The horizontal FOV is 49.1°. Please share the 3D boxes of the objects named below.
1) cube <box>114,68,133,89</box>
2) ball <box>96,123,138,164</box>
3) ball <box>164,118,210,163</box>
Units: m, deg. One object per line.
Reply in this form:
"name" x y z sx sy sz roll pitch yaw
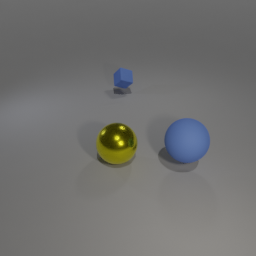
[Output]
"cube" -0.238 -2.459 13.873 0.700 0.700 0.700 9 67 -31
"ball" -0.373 0.516 9.375 1.400 1.400 1.400 0 32 0
"ball" 1.845 0.389 8.777 1.400 1.400 1.400 0 32 0
